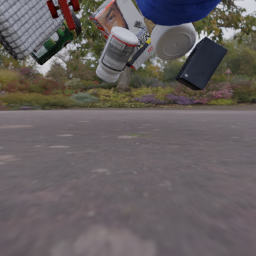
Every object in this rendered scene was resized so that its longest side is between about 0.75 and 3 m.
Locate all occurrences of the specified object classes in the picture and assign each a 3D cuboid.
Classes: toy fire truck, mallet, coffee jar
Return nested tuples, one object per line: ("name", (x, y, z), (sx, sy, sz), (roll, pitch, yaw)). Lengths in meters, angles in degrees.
("toy fire truck", (-0.990, -1.946, 4.146), (0.475, 0.848, 0.712), (-21, 40, -6))
("mallet", (0.722, -2.827, 9.142), (0.466, 2.264, 0.745), (46, -29, -22))
("coffee jar", (-2.329, -2.868, 8.875), (1.879, 0.802, 0.980), (-42, 9, -8))

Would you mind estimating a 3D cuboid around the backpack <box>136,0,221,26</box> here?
("backpack", (0.833, -3.092, 4.824), (1.869, 2.300, 1.930), (-15, -1, -13))

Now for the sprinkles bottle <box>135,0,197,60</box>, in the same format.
("sprinkles bottle", (0.772, -3.131, 7.190), (1.023, 2.999, 1.023), (-11, -31, -7))

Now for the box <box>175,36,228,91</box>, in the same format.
("box", (1.681, -1.466, 6.604), (0.618, 1.035, 1.052), (31, 7, -1))

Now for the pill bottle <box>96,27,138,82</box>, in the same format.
("pill bottle", (-0.438, -2.583, 10.009), (1.001, 1.758, 1.001), (19, 37, -15))

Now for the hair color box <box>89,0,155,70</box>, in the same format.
("hair color box", (-0.054, -3.662, 10.687), (2.605, 1.445, 0.833), (45, -1, -37))

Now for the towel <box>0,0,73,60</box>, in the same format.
("towel", (-2.198, -2.603, 5.715), (0.886, 2.070, 1.714), (2, -39, 31))
